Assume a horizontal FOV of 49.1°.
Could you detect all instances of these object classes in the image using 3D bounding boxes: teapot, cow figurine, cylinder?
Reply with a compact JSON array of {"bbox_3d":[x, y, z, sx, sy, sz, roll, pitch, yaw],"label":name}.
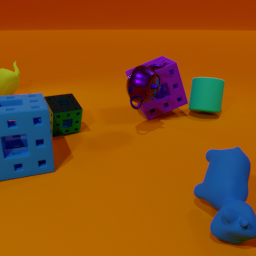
[{"bbox_3d":[-4.342,-1.620,9.717,1.794,0.878,1.115,-49,2,-23],"label":"teapot"},{"bbox_3d":[0.440,-1.034,6.550,0.708,0.898,1.445,17,67,29],"label":"teapot"},{"bbox_3d":[1.387,0.837,3.722,0.691,1.258,1.238,21,-10,-10],"label":"cow figurine"},{"bbox_3d":[2.286,-0.948,8.173,0.926,0.926,0.926,7,3,0],"label":"cylinder"}]

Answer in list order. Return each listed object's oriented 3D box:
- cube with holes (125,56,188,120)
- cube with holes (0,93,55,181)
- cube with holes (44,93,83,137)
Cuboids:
[{"bbox_3d":[0.809,-1.204,8.185,1.238,1.238,1.238,-23,25,-2],"label":"cube with holes"},{"bbox_3d":[-2.136,0.113,5.294,1.217,1.217,1.217,-7,22,-20],"label":"cube with holes"},{"bbox_3d":[-1.610,-0.327,6.889,0.717,0.717,0.717,-11,44,-29],"label":"cube with holes"}]
